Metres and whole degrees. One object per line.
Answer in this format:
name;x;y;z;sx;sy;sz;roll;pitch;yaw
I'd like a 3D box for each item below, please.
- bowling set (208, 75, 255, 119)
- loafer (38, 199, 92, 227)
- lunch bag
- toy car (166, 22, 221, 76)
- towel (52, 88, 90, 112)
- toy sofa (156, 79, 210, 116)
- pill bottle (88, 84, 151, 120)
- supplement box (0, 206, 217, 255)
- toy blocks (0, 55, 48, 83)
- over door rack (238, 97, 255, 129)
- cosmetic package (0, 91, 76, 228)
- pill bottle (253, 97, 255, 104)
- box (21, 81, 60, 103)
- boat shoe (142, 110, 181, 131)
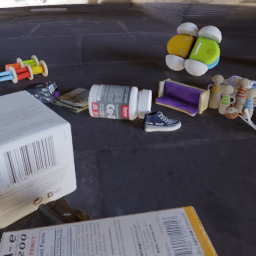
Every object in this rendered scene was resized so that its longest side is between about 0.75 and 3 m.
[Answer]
bowling set;4.285;-1.145;10.688;2.593;1.392;1.805;11;19;18
loafer;-1.054;2.109;5.993;2.254;0.823;0.800;26;40;36
lunch bag;5.094;-1.861;12.809;1.277;0.812;1.083;-28;38;-24
toy car;3.770;-4.209;15.685;3.000;2.625;2.249;24;1;34
towel;-2.179;-1.322;12.351;1.746;0.313;1.814;21;37;31
toy sofa;2.240;-1.343;11.819;2.149;0.890;1.049;24;37;35
pill bottle;-0.279;-0.981;10.800;2.249;1.281;1.281;5;31;8
supplement box;-0.309;2.439;4.396;2.998;1.889;1.102;-6;33;-9
toy blocks;-5.779;-3.064;14.754;2.426;0.881;2.022;-22;37;-32
over door rack;4.891;-0.819;10.932;1.521;0.686;2.058;-22;36;-17
cosmetic package;-2.963;0.608;7.250;2.130;2.132;2.584;-22;38;-34
pill bottle;6.024;-1.177;11.566;1.503;0.855;0.855;21;36;31
box;-3.751;-1.510;12.047;1.329;0.705;0.812;-6;28;15
boat shoe;1.245;-0.289;10.229;1.461;0.678;0.546;-6;31;-10
